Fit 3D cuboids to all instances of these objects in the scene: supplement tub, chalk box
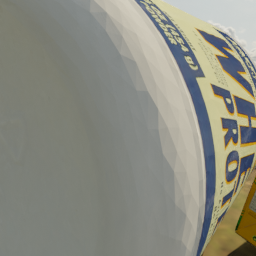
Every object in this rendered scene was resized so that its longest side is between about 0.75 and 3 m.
[{"bbox_3d":[0.023,-0.006,2.536,2.122,2.122,2.927,7,13,32],"label":"supplement tub"},{"bbox_3d":[1.669,0.636,2.405,1.234,0.764,0.767,-9,29,-39],"label":"chalk box"}]
